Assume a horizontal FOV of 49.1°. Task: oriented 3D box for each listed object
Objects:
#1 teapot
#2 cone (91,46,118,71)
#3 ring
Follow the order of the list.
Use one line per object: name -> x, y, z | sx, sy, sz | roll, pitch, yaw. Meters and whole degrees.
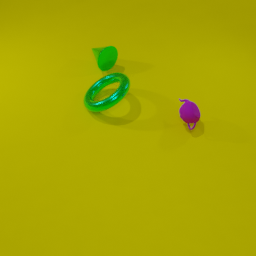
teapot -> 1.773, -0.465, 8.264 | 0.685, 0.539, 1.101 | 13, 58, -47
cone -> -1.032, -2.712, 10.196 | 0.956, 0.956, 0.960 | -36, 56, -27
ring -> -0.675, -1.145, 8.812 | 1.653, 0.331, 1.653 | -21, 39, 18
